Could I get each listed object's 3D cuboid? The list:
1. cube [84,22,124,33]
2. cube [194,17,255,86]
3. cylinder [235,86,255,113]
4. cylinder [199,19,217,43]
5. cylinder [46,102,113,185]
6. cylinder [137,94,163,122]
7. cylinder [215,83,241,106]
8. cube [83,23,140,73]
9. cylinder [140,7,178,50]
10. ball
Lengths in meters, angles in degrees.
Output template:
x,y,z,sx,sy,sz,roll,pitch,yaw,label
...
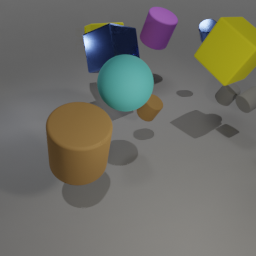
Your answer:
x,y,z,sx,sy,sz,roll,pitch,yaw,label
-1.007,-3.729,12.057,1.400,1.400,1.400,-9,18,-17,cube
3.180,-2.339,8.461,1.400,1.400,1.400,-21,64,-41,cube
4.236,-0.982,9.702,0.700,0.700,0.700,-31,40,-11,cylinder
3.189,-3.801,11.088,0.700,0.700,0.700,-8,63,17,cylinder
-1.117,0.365,6.417,1.400,1.400,1.400,6,47,-6,cylinder
0.756,-0.697,9.736,0.700,0.700,0.700,16,48,-19,cylinder
3.856,-1.328,10.856,0.700,0.700,0.700,10,54,-14,cylinder
-0.572,-2.806,10.126,1.400,1.400,1.400,-4,6,42,cube
1.413,-4.622,13.035,1.400,1.400,1.400,11,49,-13,cylinder
-0.065,-1.112,6.988,1.400,1.400,1.400,0,33,0,ball
